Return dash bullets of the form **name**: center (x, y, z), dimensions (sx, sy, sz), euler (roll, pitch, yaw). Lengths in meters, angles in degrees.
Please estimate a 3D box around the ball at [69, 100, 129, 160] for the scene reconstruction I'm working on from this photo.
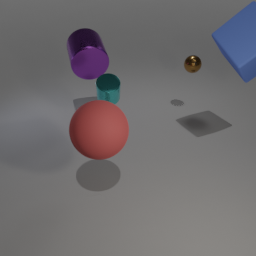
- **ball**: center (-0.677, 0.046, 6.607), dimensions (1.400, 1.400, 1.400), euler (0, 30, 0)

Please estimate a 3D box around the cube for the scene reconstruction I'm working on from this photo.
- **cube**: center (3.556, -2.442, 8.184), dimensions (1.400, 1.400, 1.400), euler (18, 40, -58)

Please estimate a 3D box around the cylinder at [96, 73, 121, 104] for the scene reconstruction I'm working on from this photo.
- **cylinder**: center (-0.576, -1.117, 8.224), dimensions (0.700, 0.700, 0.700), euler (1, 60, -3)

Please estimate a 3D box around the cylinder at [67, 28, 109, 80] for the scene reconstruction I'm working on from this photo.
- **cylinder**: center (-1.524, -2.776, 10.517), dimensions (1.400, 1.400, 1.400), euler (-8, 48, -14)

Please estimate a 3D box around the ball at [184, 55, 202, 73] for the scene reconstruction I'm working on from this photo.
- **ball**: center (2.599, -2.562, 11.246), dimensions (0.700, 0.700, 0.700), euler (0, 30, 0)
